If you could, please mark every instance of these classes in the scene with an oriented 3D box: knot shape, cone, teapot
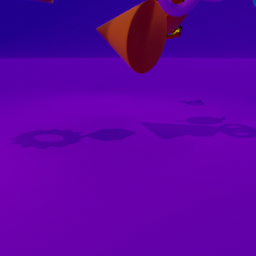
[{"bbox_3d":[1.461,-3.634,10.306,1.053,0.520,1.125,15,32,7],"label":"knot shape"},{"bbox_3d":[-0.173,-2.259,6.694,1.605,1.599,1.599,22,25,31],"label":"cone"},{"bbox_3d":[1.033,-3.102,7.107,1.766,0.865,1.098,-36,-19,1],"label":"teapot"},{"bbox_3d":[1.299,-2.956,5.823,1.448,0.715,1.547,-20,-16,10],"label":"knot shape"}]

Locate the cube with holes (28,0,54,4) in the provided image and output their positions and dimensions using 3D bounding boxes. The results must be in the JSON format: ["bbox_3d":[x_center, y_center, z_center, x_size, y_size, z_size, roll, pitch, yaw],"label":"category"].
[{"bbox_3d":[-1.961,-2.919,5.416,0.758,0.758,0.758,26,29,28],"label":"cube with holes"}]

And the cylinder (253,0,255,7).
[{"bbox_3d":[4.453,-3.907,8.252,1.104,1.104,1.104,-2,36,-7],"label":"cylinder"}]
